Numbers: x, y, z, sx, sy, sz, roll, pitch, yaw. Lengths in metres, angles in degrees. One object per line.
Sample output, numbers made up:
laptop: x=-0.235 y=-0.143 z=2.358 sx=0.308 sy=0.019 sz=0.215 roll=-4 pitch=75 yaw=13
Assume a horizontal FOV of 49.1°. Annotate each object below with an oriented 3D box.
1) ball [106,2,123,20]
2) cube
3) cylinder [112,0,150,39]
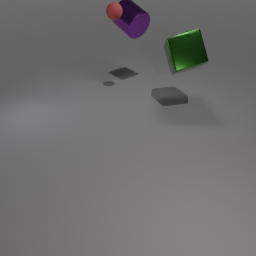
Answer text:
ball: x=-0.581 y=-4.927 z=11.814 sx=0.700 sy=0.700 sz=0.700 roll=0 pitch=32 yaw=0
cube: x=2.428 y=-3.196 z=11.952 sx=1.400 sy=1.400 sz=1.400 roll=-16 pitch=4 yaw=3
cylinder: x=0.143 y=-5.402 z=13.863 sx=1.400 sy=1.400 sz=1.400 roll=-25 pitch=61 yaw=-34
